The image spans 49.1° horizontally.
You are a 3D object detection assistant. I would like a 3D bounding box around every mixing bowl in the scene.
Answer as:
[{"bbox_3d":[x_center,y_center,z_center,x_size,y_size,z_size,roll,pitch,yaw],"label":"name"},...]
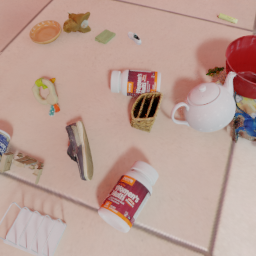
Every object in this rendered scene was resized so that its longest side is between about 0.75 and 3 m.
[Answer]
[{"bbox_3d":[5.230,-2.230,11.423,2.898,1.569,2.898,0,56,0],"label":"mixing bowl"}]

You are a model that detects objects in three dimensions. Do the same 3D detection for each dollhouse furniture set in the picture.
[{"bbox_3d":[-3.692,1.442,9.999,1.507,0.781,0.667,21,98,13],"label":"dollhouse furniture set"}]

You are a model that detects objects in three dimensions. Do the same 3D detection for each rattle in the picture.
[{"bbox_3d":[-3.203,-1.327,12.009,1.720,1.229,1.120,45,98,9],"label":"rattle"}]

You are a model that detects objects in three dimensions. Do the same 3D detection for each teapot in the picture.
[{"bbox_3d":[2.939,-0.962,10.646,2.091,1.547,2.118,2,52,36],"label":"teapot"}]

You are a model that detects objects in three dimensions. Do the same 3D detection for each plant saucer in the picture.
[{"bbox_3d":[-4.154,-4.819,14.212,1.653,0.309,1.653,-3,59,6],"label":"plant saucer"}]

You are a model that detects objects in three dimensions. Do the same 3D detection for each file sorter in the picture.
[{"bbox_3d":[-2.949,3.119,8.567,1.650,1.027,1.145,16,58,10],"label":"file sorter"}]

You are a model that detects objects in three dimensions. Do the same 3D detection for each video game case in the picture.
[{"bbox_3d":[5.145,-1.372,11.986,2.904,0.332,2.643,34,62,21],"label":"video game case"}]

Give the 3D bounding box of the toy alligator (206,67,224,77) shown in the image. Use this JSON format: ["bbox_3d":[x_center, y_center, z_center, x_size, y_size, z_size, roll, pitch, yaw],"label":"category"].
[{"bbox_3d":[4.052,-2.633,12.672,1.067,0.256,0.354,-18,56,14],"label":"toy alligator"}]

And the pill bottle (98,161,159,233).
[{"bbox_3d":[0.067,2.170,9.112,1.164,1.164,2.125,28,61,17],"label":"pill bottle"}]

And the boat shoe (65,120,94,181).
[{"bbox_3d":[-1.819,0.839,10.222,0.816,0.906,2.519,-16,56,-1],"label":"boat shoe"}]

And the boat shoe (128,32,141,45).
[{"bbox_3d":[0.343,-4.627,14.163,0.383,0.340,1.040,-33,62,-20],"label":"boat shoe"}]

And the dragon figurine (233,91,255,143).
[{"bbox_3d":[4.739,-0.186,10.671,1.363,0.807,2.742,-6,53,18],"label":"dragon figurine"}]

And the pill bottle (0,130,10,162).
[{"bbox_3d":[-4.976,0.914,10.097,0.926,0.926,1.668,5,57,4],"label":"pill bottle"}]

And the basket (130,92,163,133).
[{"bbox_3d":[0.674,-0.751,11.049,1.032,1.078,1.447,20,58,3],"label":"basket"}]

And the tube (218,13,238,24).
[{"bbox_3d":[5.403,-5.913,15.093,1.042,0.271,0.302,26,98,11],"label":"tube"}]

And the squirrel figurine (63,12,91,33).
[{"bbox_3d":[-2.761,-5.474,14.388,1.422,1.006,1.327,-36,57,-25],"label":"squirrel figurine"}]

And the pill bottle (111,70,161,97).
[{"bbox_3d":[0.333,-1.893,11.867,2.036,1.115,1.115,4,56,3],"label":"pill bottle"}]

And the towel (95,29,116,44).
[{"bbox_3d":[-1.159,-4.642,14.274,0.734,0.181,0.990,30,62,20],"label":"towel"}]
